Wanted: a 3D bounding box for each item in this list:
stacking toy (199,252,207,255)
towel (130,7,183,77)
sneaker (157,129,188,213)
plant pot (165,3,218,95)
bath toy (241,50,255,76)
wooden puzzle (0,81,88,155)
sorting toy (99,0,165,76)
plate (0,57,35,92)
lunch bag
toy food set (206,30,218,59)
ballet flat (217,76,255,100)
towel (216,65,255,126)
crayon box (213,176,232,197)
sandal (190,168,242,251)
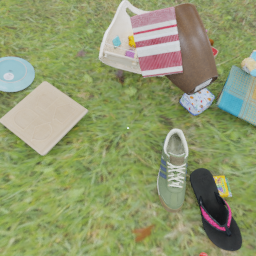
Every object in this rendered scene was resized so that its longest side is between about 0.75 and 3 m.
[{"bbox_3d":[2.269,4.327,8.608,0.410,0.410,0.961,13,58,7],"label":"stacking toy"},{"bbox_3d":[0.954,-2.727,9.130,1.465,2.034,0.231,-2,24,26],"label":"towel"},{"bbox_3d":[1.563,1.333,9.703,0.965,1.292,2.879,5,61,3],"label":"sneaker"},{"bbox_3d":[2.020,-2.561,10.003,2.405,2.405,2.574,-26,79,-14],"label":"plant pot"},{"bbox_3d":[5.322,-2.656,11.507,1.191,2.739,1.012,-8,98,26],"label":"bath toy"},{"bbox_3d":[-3.279,-0.402,11.090,2.675,0.619,2.477,32,66,21],"label":"wooden puzzle"},{"bbox_3d":[0.362,-3.710,11.502,2.937,1.569,2.643,11,92,-17],"label":"sorting toy"},{"bbox_3d":[-5.071,-2.418,12.119,1.972,0.252,1.972,7,58,-12],"label":"plate"},{"bbox_3d":[2.816,-1.191,11.412,1.327,0.501,1.063,-35,70,-29],"label":"lunch bag"},{"bbox_3d":[3.227,-4.081,13.158,1.736,0.430,2.732,-31,66,-16],"label":"toy food set"},{"bbox_3d":[4.566,-1.698,11.691,1.996,0.722,0.677,-27,65,-14],"label":"ballet flat"},{"bbox_3d":[4.998,-1.102,11.185,2.679,0.291,1.965,27,75,-1],"label":"towel"},{"bbox_3d":[3.067,2.085,9.867,1.130,0.291,0.711,-5,62,-3],"label":"crayon box"},{"bbox_3d":[2.832,2.654,9.157,1.057,0.634,2.814,-20,75,-6],"label":"sandal"}]
